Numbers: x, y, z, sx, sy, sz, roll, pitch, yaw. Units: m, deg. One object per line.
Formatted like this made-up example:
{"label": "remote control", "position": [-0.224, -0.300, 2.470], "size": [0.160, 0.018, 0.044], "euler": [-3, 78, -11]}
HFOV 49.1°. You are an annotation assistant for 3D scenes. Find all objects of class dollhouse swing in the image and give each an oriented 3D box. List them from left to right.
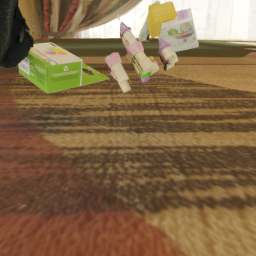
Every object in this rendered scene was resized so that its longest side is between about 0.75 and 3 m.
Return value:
{"label": "dollhouse swing", "position": [0.990, -3.190, 8.234], "size": [0.721, 0.745, 0.820], "euler": [-6, 62, -4]}

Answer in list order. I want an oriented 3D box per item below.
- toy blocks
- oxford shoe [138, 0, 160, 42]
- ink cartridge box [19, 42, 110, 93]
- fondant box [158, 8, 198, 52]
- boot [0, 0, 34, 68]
{"label": "toy blocks", "position": [0.170, -1.575, 5.622], "size": [1.354, 1.140, 1.266], "euler": [-28, -5, 1]}
{"label": "oxford shoe", "position": [0.870, -3.909, 10.379], "size": [0.452, 1.565, 0.589], "euler": [33, 32, 13]}
{"label": "ink cartridge box", "position": [-2.112, -2.189, 9.525], "size": [2.552, 0.967, 1.886], "euler": [-22, 44, -40]}
{"label": "fondant box", "position": [1.524, -2.962, 8.720], "size": [1.131, 0.457, 1.567], "euler": [-8, -14, 18]}
{"label": "boot", "position": [-2.741, -1.765, 6.019], "size": [0.931, 2.437, 2.048], "euler": [11, -18, -7]}
